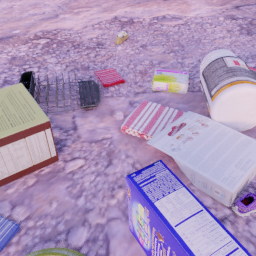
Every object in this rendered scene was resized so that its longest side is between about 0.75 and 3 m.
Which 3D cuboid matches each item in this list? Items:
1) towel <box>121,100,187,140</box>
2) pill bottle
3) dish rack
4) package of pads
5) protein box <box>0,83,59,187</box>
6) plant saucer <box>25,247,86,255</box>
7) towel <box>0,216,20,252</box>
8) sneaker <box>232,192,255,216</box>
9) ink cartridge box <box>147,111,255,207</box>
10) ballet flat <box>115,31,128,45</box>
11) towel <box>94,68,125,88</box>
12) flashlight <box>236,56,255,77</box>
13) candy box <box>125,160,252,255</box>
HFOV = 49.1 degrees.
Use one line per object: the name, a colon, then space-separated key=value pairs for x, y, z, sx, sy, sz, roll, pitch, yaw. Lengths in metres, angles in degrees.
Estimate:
towel: x=1.119 y=-0.074 z=8.678 sx=2.276 sy=0.340 sz=1.666 roll=20 pitch=44 yaw=19
pill bottle: x=3.268 y=-1.346 z=9.116 sx=1.671 sy=1.671 sz=2.872 roll=1 pitch=40 yaw=1
dish rack: x=-2.331 y=-1.295 z=9.789 sx=2.751 sy=0.750 sz=2.110 roll=-7 pitch=41 yaw=-8
package of pads: x=1.604 y=-1.773 z=10.569 sx=1.342 sy=0.458 sz=1.037 roll=7 pitch=40 yaw=8
protein box: x=-3.363 y=0.194 z=7.393 sx=2.187 sy=1.475 sz=2.171 roll=-24 pitch=45 yaw=-26
plant saucer: x=-1.465 y=3.105 z=4.779 sx=2.378 sy=0.369 sz=2.378 roll=0 pitch=39 yaw=0
towel: x=-2.947 y=2.241 z=6.039 sx=1.041 sy=0.124 sz=0.754 roll=16 pitch=45 yaw=21
sneaker: x=2.942 y=1.665 z=6.428 sx=1.123 sy=0.469 sz=0.453 roll=-17 pitch=43 yaw=-20
ink cartridge box: x=2.135 y=0.654 z=7.608 sx=2.610 sy=0.617 sz=2.089 roll=29 pitch=48 yaw=35
ballet flat: x=-0.275 y=-4.603 z=14.000 sx=0.465 sy=0.427 sz=1.354 roll=13 pitch=41 yaw=10
towel: x=-0.747 y=-2.034 z=11.139 sx=0.915 sy=0.142 sz=1.265 roll=-16 pitch=42 yaw=-20
flashlight: x=4.935 y=-2.100 z=10.594 sx=2.913 sy=0.990 sz=0.986 roll=34 pitch=27 yaw=35
candy box: x=0.892 y=1.989 z=4.915 sx=0.863 sy=1.895 sz=2.241 roll=-23 pitch=46 yaw=-21
